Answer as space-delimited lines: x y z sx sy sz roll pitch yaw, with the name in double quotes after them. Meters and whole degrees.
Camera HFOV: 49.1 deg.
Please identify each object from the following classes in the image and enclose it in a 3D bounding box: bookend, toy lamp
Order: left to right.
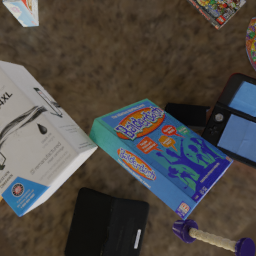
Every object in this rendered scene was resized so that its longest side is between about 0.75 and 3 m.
1.671 -0.022 8.100 1.254 0.577 1.246 4 80 1 "bookend"
1.752 2.404 6.128 0.567 1.949 0.567 1 88 -34 "toy lamp"

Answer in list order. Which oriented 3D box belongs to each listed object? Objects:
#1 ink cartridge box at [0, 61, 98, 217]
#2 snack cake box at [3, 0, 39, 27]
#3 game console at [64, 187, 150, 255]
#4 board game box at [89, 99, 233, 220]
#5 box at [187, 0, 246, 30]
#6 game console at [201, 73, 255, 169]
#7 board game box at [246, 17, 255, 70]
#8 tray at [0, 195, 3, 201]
-2.414 0.176 6.283 2.765 1.166 2.018 45 103 6 "ink cartridge box"
-3.029 -3.605 7.959 0.500 1.489 0.856 -4 86 0 "snack cake box"
-0.590 2.963 8.141 1.860 1.231 2.114 15 86 -29 "game console"
0.812 0.497 6.642 2.813 2.139 0.633 37 127 21 "board game box"
2.611 -3.970 8.583 1.608 0.303 1.098 45 87 3 "box"
3.432 -0.008 7.497 2.402 1.425 2.070 24 92 12 "game console"
5.095 -2.597 8.355 2.921 0.569 2.308 -16 86 -1 "board game box"
-4.618 0.918 8.135 2.854 0.529 1.408 37 87 2 "tray"
